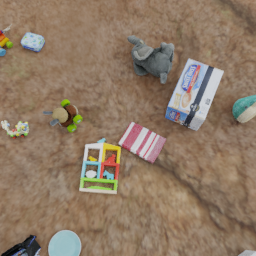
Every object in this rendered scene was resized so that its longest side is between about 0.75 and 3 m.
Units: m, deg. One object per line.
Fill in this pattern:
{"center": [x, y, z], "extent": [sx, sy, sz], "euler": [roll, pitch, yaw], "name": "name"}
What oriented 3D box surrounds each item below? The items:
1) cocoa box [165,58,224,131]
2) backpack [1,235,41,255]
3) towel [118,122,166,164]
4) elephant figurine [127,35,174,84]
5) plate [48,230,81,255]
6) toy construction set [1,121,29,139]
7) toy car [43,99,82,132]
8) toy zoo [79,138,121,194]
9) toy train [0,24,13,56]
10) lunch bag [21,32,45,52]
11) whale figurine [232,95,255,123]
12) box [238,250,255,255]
{"center": [2.385, -1.204, 10.308], "extent": [1.354, 1.376, 2.063], "euler": [23, 78, 9], "name": "cocoa box"}
{"center": [-3.317, 3.987, 8.547], "extent": [1.180, 1.239, 0.954], "euler": [-25, 84, -6], "name": "backpack"}
{"center": [0.521, 0.502, 10.384], "extent": [1.514, 0.172, 1.091], "euler": [28, 70, 11], "name": "towel"}
{"center": [0.720, -2.802, 11.216], "extent": [2.071, 1.466, 1.607], "euler": [12, 25, 14], "name": "elephant figurine"}
{"center": [-2.038, 3.870, 9.073], "extent": [1.050, 0.134, 1.050], "euler": [0, 69, 1], "name": "plate"}
{"center": [-4.101, 0.046, 10.231], "extent": [1.092, 0.716, 0.503], "euler": [4, 62, 15], "name": "toy construction set"}
{"center": [-2.453, -0.379, 10.070], "extent": [0.990, 0.951, 1.205], "euler": [50, 32, 16], "name": "toy car"}
{"center": [-0.963, 1.313, 10.042], "extent": [1.305, 0.203, 1.989], "euler": [5, 69, 2], "name": "toy zoo"}
{"center": [-5.199, -3.744, 11.882], "extent": [0.829, 0.607, 1.433], "euler": [41, 74, 4], "name": "toy train"}
{"center": [-4.056, -3.650, 11.928], "extent": [0.873, 0.360, 0.702], "euler": [16, 68, 6], "name": "lunch bag"}
{"center": [4.584, -0.915, 10.392], "extent": [1.572, 1.251, 0.816], "euler": [-41, 71, 7], "name": "whale figurine"}
{"center": [3.719, 4.331, 8.450], "extent": [0.809, 0.944, 0.939], "euler": [-31, 71, -9], "name": "box"}
